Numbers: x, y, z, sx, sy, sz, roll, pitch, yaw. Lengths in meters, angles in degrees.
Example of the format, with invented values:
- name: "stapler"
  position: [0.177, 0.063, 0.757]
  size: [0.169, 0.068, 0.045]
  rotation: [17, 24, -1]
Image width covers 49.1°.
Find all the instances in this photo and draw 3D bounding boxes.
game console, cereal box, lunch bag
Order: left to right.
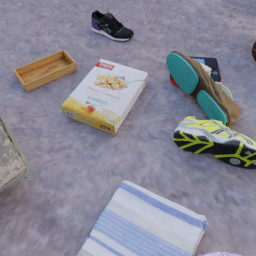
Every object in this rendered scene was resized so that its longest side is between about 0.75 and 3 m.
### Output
- name: "lunch bag"
  position: [-3.444, 0.332, 5.852]
  size: [2.049, 2.442, 1.702]
  rotation: [-20, 29, -6]
- name: "cereal box"
  position: [-0.622, -1.040, 8.385]
  size: [1.703, 0.468, 2.367]
  rotation: [20, 55, 15]
- name: "game console"
  position: [2.181, -1.911, 9.212]
  size: [1.618, 0.251, 1.431]
  rotation: [4, 53, 3]

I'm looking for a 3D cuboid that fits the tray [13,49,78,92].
- name: "tray"
  position: [-2.673, -1.901, 9.156]
  size: [1.820, 0.337, 0.898]
  rotation: [-29, 57, -21]

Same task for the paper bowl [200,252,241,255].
- name: "paper bowl"
  position: [1.620, 3.257, 4.594]
  size: [2.091, 1.088, 2.091]
  rotation: [-4, 51, 5]

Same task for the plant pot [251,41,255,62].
- name: "plant pot"
  position: [5.106, -2.914, 8.994]
  size: [1.906, 1.906, 1.887]
  rotation: [34, 72, 24]

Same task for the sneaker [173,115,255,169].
- name: "sneaker"
  position: [2.450, 0.265, 7.108]
  size: [2.479, 0.935, 0.947]
  rotation: [20, 53, 11]

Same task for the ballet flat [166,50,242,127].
- name: "ballet flat"
  position: [2.263, -1.240, 8.177]
  size: [1.018, 0.954, 2.814]
  rotation: [-23, 64, -28]

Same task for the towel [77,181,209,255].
- name: "towel"
  position: [0.135, 2.618, 5.647]
  size: [2.172, 0.352, 2.958]
  rotation: [23, 56, 18]

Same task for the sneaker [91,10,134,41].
- name: "sneaker"
  position: [-0.620, -3.798, 10.331]
  size: [1.773, 0.776, 0.672]
  rotation: [22, 55, 16]
